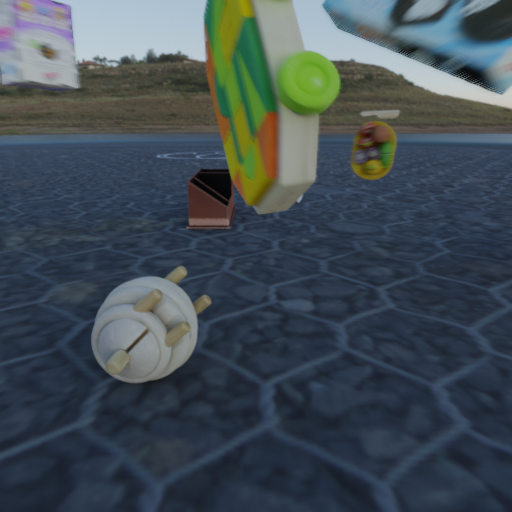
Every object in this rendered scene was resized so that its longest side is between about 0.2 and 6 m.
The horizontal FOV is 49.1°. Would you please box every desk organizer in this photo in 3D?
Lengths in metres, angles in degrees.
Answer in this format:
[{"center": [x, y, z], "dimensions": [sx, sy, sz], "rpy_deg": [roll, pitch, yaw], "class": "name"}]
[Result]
[{"center": [-1.037, -1.428, 13.394], "dimensions": [0.975, 1.047, 2.720], "rpy_deg": [0, 15, 0], "class": "desk organizer"}]

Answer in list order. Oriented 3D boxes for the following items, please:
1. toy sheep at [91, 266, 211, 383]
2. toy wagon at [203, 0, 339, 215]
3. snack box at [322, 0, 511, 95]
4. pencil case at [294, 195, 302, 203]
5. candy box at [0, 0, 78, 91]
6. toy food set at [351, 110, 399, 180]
[{"center": [-1.048, 0.695, 5.394], "dimensions": [1.084, 1.084, 1.572], "rpy_deg": [4, 13, 13], "class": "toy sheep"}, {"center": [-0.084, -2.606, 7.345], "dimensions": [0.783, 3.959, 3.072], "rpy_deg": [-12, -9, -15], "class": "toy wagon"}, {"center": [1.963, -2.726, 5.740], "dimensions": [0.460, 1.440, 2.479], "rpy_deg": [34, 7, -48], "class": "snack box"}, {"center": [0.672, -1.832, 15.849], "dimensions": [1.296, 0.588, 0.539], "rpy_deg": [8, -3, 23], "class": "pencil case"}, {"center": [-3.656, -3.538, 9.363], "dimensions": [0.503, 1.405, 1.178], "rpy_deg": [3, 9, 33], "class": "candy box"}, {"center": [2.394, -2.280, 11.401], "dimensions": [0.857, 1.457, 0.476], "rpy_deg": [9, 9, 14], "class": "toy food set"}]
